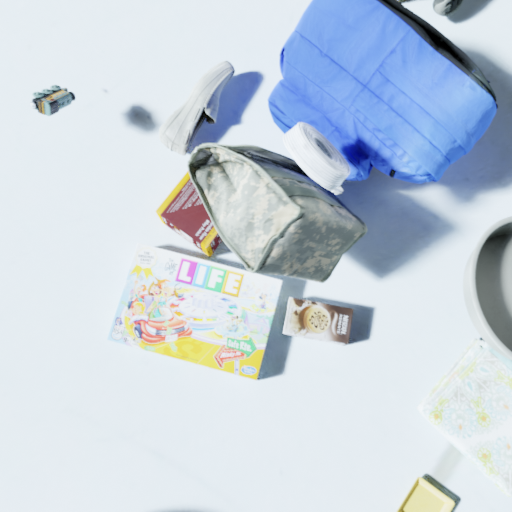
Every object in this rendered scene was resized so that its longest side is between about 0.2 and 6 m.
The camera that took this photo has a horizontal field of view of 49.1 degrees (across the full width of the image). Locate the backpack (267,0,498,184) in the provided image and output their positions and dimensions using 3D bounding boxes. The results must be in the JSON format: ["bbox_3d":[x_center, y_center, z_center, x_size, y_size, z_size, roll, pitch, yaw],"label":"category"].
[{"bbox_3d":[2.119,-2.563,9.563,3.307,2.687,2.775,37,108,7],"label":"backpack"}]

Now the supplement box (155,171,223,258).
[{"bbox_3d":[-0.979,-0.793,10.050,1.125,0.747,1.109,35,79,8],"label":"supplement box"}]

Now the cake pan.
[{"bbox_3d":[4.666,0.645,9.530,2.692,0.494,2.692,4,74,-15],"label":"cake pan"}]

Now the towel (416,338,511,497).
[{"bbox_3d":[3.981,2.638,9.403,2.041,0.491,1.747,43,82,10],"label":"towel"}]

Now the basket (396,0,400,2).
[{"bbox_3d":[2.595,-6.991,10.710,2.163,2.257,3.030,27,79,6],"label":"basket"}]

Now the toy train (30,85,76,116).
[{"bbox_3d":[-3.498,-2.680,9.666,0.460,0.344,0.808,25,40,13],"label":"toy train"}]

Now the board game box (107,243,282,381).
[{"bbox_3d":[-1.039,0.970,9.786,2.648,0.453,1.780,14,77,3],"label":"board game box"}]

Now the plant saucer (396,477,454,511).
[{"bbox_3d":[2.759,4.130,9.211,0.721,0.175,0.720,35,80,8],"label":"plant saucer"}]

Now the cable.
[{"bbox_3d":[0.849,-1.400,7.820,0.365,1.054,1.054,-41,62,26],"label":"cable"}]

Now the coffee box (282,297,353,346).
[{"bbox_3d":[1.069,1.146,9.755,1.125,0.449,0.636,10,77,2],"label":"coffee box"}]

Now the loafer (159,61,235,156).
[{"bbox_3d":[-0.999,-2.773,10.572,0.702,0.703,2.012,37,87,4],"label":"loafer"}]

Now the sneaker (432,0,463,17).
[{"bbox_3d":[3.944,-5.718,11.247,0.905,0.861,2.282,25,70,17],"label":"sneaker"}]

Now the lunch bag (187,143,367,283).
[{"bbox_3d":[0.228,-0.850,8.770,1.412,1.970,2.402,-53,55,20],"label":"lunch bag"}]
